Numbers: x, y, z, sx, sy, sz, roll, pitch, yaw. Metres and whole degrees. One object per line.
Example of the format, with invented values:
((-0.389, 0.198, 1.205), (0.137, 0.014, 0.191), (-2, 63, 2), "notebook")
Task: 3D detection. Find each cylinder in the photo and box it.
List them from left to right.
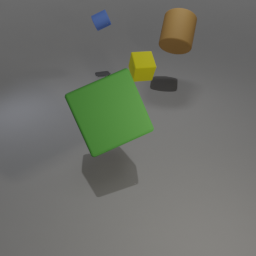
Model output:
((-1.218, -4.917, 12.791), (0.700, 0.700, 0.700), (-23, 33, 7), "cylinder")
((2.118, -4.077, 11.912), (1.400, 1.400, 1.400), (12, -9, 2), "cylinder")

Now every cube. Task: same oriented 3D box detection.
((-0.415, -0.345, 6.300), (1.400, 1.400, 1.400), (-24, 5, -3), "cube")
((0.460, -2.037, 9.299), (0.700, 0.700, 0.700), (-6, 62, -12), "cube")
